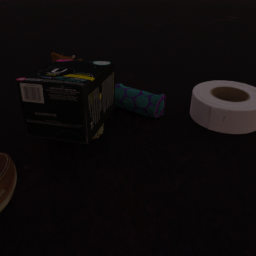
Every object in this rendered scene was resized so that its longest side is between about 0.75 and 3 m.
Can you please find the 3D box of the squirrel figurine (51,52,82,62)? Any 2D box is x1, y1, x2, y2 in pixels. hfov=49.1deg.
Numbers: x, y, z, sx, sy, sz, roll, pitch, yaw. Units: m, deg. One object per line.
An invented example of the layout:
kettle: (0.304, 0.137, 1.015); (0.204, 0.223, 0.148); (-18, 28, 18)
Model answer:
squirrel figurine: (-2.677, -2.763, 12.548); (1.530, 1.083, 1.428); (20, 24, 6)

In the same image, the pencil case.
pencil case: (0.346, -0.951, 9.524); (1.897, 0.807, 0.877); (19, 49, 28)

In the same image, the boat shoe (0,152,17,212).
boat shoe: (-3.090, 1.313, 5.569); (1.092, 1.035, 2.883); (1, 31, 1)

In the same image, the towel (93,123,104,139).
towel: (-1.622, -0.447, 9.017); (1.858, 0.457, 2.504); (1, 31, 2)

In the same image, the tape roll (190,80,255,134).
tape roll: (3.255, -0.751, 9.169); (2.390, 0.836, 2.390); (1, 32, 0)

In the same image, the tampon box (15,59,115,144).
tampon box: (-1.521, -0.884, 7.692); (1.795, 1.512, 2.395); (6, 27, 12)
